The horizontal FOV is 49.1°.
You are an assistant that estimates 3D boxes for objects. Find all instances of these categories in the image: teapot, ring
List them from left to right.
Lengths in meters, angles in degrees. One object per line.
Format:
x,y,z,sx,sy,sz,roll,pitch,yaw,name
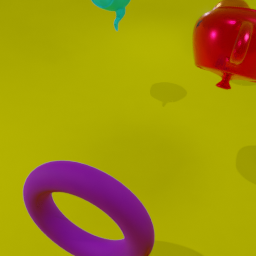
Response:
-0.470,1.014,3.144,1.597,1.597,0.319,17,41,15,ring
-0.407,-2.886,5.837,1.024,1.647,0.806,-5,27,42,teapot
1.503,-1.047,3.962,1.294,1.019,2.080,18,12,13,teapot

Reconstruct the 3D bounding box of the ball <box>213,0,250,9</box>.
2.675,-2.854,7.341,1.053,1.053,1.053,0,47,0,ball
